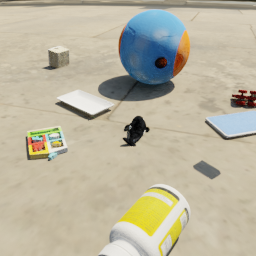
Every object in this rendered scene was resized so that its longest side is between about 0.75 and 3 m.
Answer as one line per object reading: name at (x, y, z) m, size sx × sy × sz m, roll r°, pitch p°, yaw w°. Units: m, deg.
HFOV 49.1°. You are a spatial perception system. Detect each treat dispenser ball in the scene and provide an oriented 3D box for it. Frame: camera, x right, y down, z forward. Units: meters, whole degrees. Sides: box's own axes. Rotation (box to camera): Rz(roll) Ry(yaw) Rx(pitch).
treat dispenser ball at (1.048, -3.263, 11.449) m, size 2.923 × 2.923 × 2.923 m, roll 0°, pitch 30°, yaw 0°

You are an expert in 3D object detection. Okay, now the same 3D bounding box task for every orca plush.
orca plush at (0.197, -0.073, 8.292) m, size 0.762 × 0.515 × 1.448 m, roll 14°, pitch 33°, yaw 23°

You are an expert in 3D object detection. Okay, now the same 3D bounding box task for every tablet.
tablet at (3.571, -0.142, 8.799) m, size 1.931 × 0.132 × 1.256 m, roll -8°, pitch 31°, yaw -15°

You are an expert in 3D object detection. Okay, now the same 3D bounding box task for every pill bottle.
pill bottle at (0.283, 1.770, 4.676) m, size 0.941 × 0.941 × 1.690 m, roll 19°, pitch 35°, yaw 30°

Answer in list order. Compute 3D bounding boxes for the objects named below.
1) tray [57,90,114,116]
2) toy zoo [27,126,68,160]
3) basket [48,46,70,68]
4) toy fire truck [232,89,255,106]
tray at (-1.536, -0.880, 9.988) m, size 1.993 × 0.221 × 1.070 m, roll 24°, pitch 37°, yaw 36°
toy zoo at (-2.253, 0.421, 7.796) m, size 0.988 × 0.154 × 1.506 m, roll -10°, pitch 31°, yaw -17°
basket at (-3.426, -3.517, 13.957) m, size 0.694 × 0.863 × 0.855 m, roll 26°, pitch 39°, yaw 28°
toy fire truck at (4.314, -1.122, 10.195) m, size 0.938 × 0.526 × 0.787 m, roll 7°, pitch 12°, yaw 10°
